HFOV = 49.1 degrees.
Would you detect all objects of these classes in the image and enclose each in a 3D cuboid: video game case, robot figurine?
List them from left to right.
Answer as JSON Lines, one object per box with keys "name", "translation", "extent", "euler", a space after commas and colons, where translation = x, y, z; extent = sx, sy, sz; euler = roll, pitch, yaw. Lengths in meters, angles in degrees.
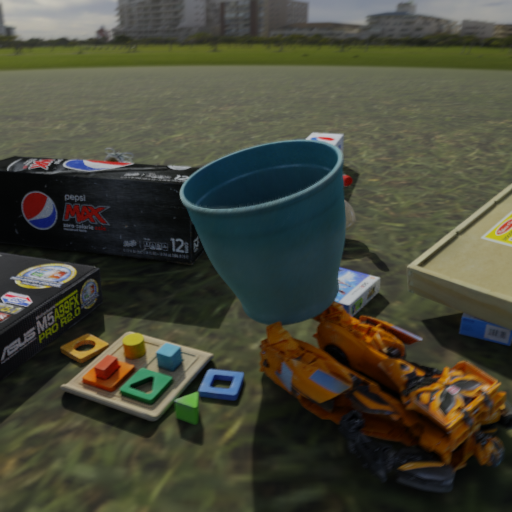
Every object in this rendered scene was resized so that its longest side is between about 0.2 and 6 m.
{"name": "video game case", "translation": [1.063, 0.471, 8.200], "extent": [1.171, 0.266, 1.061], "euler": [15, 27, 31]}
{"name": "robot figurine", "translation": [1.292, 1.294, 5.689], "extent": [1.818, 0.730, 2.508], "euler": [-21, 31, -38]}

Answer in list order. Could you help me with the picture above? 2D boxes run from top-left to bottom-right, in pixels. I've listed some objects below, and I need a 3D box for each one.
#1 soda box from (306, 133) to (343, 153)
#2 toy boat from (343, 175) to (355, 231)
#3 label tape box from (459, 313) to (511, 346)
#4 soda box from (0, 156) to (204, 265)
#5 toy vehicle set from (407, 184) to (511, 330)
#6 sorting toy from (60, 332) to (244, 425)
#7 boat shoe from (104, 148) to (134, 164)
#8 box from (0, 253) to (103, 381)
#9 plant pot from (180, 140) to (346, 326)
{"name": "soda box", "translation": [1.622, -2.511, 14.411], "extent": [0.901, 0.842, 2.646], "euler": [6, 24, 15]}
{"name": "toy boat", "translation": [1.482, -0.982, 10.366], "extent": [0.925, 1.100, 0.511], "euler": [23, 6, -8]}
{"name": "label tape box", "translation": [3.103, 0.800, 7.399], "extent": [0.627, 0.289, 0.875], "euler": [12, 28, 27]}
{"name": "soda box", "translation": [-2.816, -0.900, 9.876], "extent": [4.046, 1.432, 1.281], "euler": [6, 21, 12]}
{"name": "toy vehicle set", "translation": [3.908, -0.161, 7.766], "extent": [3.235, 0.429, 2.010], "euler": [-32, 35, -28]}
{"name": "sorting toy", "translation": [-1.324, 1.237, 6.340], "extent": [2.375, 0.324, 1.337], "euler": [10, 25, 23]}
{"name": "boat shoe", "translation": [-3.367, -2.145, 13.443], "extent": [0.802, 0.925, 2.170], "euler": [2, 23, 4]}
{"name": "box", "translation": [-3.760, 0.628, 7.414], "extent": [2.644, 0.585, 2.118], "euler": [8, 25, 18]}
{"name": "plant pot", "translation": [0.242, -0.204, 6.406], "extent": [1.790, 1.682, 1.790], "euler": [-12, 28, 7]}
